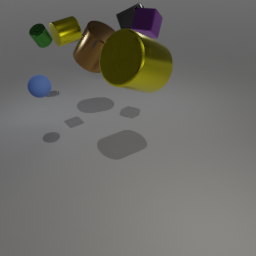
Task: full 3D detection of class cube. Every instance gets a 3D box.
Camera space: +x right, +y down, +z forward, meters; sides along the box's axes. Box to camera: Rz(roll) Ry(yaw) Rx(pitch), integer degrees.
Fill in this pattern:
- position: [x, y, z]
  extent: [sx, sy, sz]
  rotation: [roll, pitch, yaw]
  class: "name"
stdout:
- position: [0.611, -3.345, 8.943]
  extent: [0.700, 0.700, 0.700]
  rotation: [15, 4, 24]
  class: "cube"
- position: [0.422, -5.366, 14.595]
  extent: [1.400, 1.400, 1.400]
  rotation: [-20, -2, 18]
  class: "cube"

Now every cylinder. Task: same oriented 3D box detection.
- position: [0.225, -1.676, 7.246]
  extent: [1.400, 1.400, 1.400]
  rotation: [25, 14, 35]
  class: "cylinder"
- position: [-1.184, -3.058, 10.631]
  extent: [1.400, 1.400, 1.400]
  rotation: [22, 43, -22]
  class: "cylinder"
- position: [-3.597, -3.811, 11.579]
  extent: [0.700, 0.700, 0.700]
  rotation: [-6, 64, 13]
  class: "cylinder"
- position: [-1.828, -2.835, 8.214]
  extent: [0.700, 0.700, 0.700]
  rotation: [-29, 40, -24]
  class: "cylinder"

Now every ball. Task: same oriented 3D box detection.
- position: [-2.711, -1.278, 8.589]
  extent: [0.700, 0.700, 0.700]
  rotation: [0, 31, 0]
  class: "ball"
